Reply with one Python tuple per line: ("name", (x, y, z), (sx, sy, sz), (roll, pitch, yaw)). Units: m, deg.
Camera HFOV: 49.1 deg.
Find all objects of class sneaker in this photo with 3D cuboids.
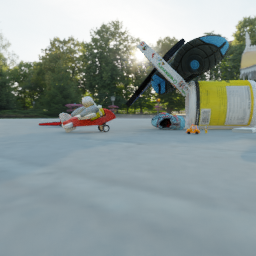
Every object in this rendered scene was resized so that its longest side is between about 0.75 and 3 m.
("sneaker", (1.192, -0.233, 9.383), (0.694, 0.576, 1.452), (-4, 4, -36))
("sneaker", (1.994, -2.089, 9.004), (1.189, 1.063, 2.904), (-28, 1, -42))

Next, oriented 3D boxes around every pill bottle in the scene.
("pill bottle", (3.525, -0.802, 9.612), (2.950, 1.652, 1.652), (0, 2, 5))

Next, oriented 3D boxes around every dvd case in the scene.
("dvd case", (1.052, -2.133, 10.883), (2.788, 0.245, 1.989), (-48, 1, 42))

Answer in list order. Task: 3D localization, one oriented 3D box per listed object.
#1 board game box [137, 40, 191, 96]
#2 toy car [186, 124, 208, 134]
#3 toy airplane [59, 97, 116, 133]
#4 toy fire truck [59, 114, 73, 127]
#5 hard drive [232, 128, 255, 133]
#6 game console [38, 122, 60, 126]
("board game box", (0.999, -1.638, 7.757), (0.286, 1.655, 1.045), (-44, -23, 11))
("toy car", (1.751, 0.018, 7.134), (0.372, 0.252, 0.759), (2, 4, 35))
("toy airplane", (-1.202, -0.375, 7.737), (1.399, 0.987, 1.393), (2, 4, 23))
("toy fire truck", (-2.277, -0.351, 12.529), (1.529, 0.528, 2.168), (-1, 3, -18))
("hard drive", (3.295, 0.062, 7.787), (0.538, 0.109, 0.816), (2, 4, 39))
("game console", (-3.511, -0.237, 13.699), (1.217, 0.214, 1.376), (1, 2, 12))
